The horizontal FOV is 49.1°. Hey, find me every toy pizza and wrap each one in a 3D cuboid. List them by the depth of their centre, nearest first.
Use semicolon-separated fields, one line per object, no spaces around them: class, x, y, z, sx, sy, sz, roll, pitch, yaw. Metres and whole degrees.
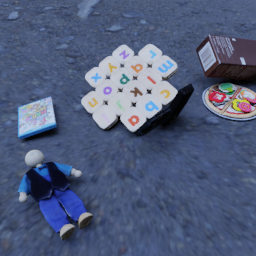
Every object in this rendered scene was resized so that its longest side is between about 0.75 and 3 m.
toy pizza;3.033;-0.846;8.081;1.719;0.272;1.719;0;43;0

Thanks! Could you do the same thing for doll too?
doll;-1.460;1.174;5.529;1.307;0.464;1.916;-26;59;-31

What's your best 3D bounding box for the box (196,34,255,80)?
box;3.199;-2.081;8.412;2.072;0.776;1.037;-2;66;-25

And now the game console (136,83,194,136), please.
game console;0.890;-0.365;6.655;0.232;1.134;1.922;42;44;17

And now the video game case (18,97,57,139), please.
video game case;-2.422;-0.300;7.397;0.952;0.118;1.331;-19;42;-6

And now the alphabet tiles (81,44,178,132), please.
alphabet tiles;0.014;-1.150;7.587;2.601;0.190;2.544;-40;58;-3
